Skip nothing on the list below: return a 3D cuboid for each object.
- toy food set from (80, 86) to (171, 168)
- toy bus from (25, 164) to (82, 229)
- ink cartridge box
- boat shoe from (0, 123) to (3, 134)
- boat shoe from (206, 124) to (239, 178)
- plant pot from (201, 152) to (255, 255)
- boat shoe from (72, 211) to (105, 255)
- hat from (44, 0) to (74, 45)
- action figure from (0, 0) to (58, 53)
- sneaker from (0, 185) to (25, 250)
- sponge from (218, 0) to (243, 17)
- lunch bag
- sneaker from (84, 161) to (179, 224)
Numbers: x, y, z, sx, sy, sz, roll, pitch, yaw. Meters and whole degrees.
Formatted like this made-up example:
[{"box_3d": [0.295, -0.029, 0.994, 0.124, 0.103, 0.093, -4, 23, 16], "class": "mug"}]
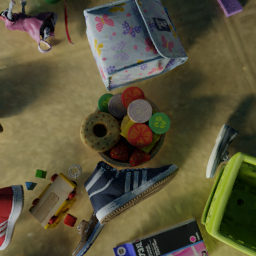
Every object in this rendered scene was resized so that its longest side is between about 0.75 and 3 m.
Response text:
[{"box_3d": [-0.029, -0.033, 8.541, 2.447, 0.595, 2.422, 34, 81, 7], "class": "toy food set"}, {"box_3d": [-1.930, 1.975, 7.970, 1.725, 0.891, 1.628, -9, 74, 12], "class": "toy bus"}, {"box_3d": [0.941, 3.581, 7.920, 2.545, 0.472, 1.205, -19, 79, -1], "class": "ink cartridge box"}, {"box_3d": [-4.683, -0.291, 8.587, 2.015, 0.718, 0.650, 34, 87, 15], "class": "boat shoe"}, {"box_3d": [2.828, 0.736, 8.376, 0.541, 0.638, 1.752, 23, 74, 8], "class": "boat shoe"}, {"box_3d": [3.249, 2.093, 7.408, 2.179, 1.987, 2.190, 23, 80, 5], "class": "plant pot"}, {"box_3d": [-1.100, 2.886, 8.003, 0.618, 0.617, 1.708, 33, 71, 11], "class": "boat shoe"}, {"box_3d": [-2.493, -4.406, 9.617, 1.941, 2.063, 2.344, 8, 41, 8], "class": "hat"}, {"box_3d": [-3.337, -3.410, 9.190, 2.015, 1.350, 1.501, 9, 117, 10], "class": "action figure"}, {"box_3d": [-3.601, 2.337, 7.048, 1.431, 2.545, 0.906, 4, 40, -34], "class": "sneaker"}, {"box_3d": [3.444, -4.389, 9.644, 0.583, 0.156, 1.045, -23, 79, -4], "class": "sponge"}, {"box_3d": [0.246, -2.695, 8.557, 2.654, 1.687, 2.250, -17, 80, -10], "class": "lunch bag"}, {"box_3d": [0.053, 1.408, 8.079, 2.718, 0.953, 1.474, -28, 62, -18], "class": "sneaker"}]
